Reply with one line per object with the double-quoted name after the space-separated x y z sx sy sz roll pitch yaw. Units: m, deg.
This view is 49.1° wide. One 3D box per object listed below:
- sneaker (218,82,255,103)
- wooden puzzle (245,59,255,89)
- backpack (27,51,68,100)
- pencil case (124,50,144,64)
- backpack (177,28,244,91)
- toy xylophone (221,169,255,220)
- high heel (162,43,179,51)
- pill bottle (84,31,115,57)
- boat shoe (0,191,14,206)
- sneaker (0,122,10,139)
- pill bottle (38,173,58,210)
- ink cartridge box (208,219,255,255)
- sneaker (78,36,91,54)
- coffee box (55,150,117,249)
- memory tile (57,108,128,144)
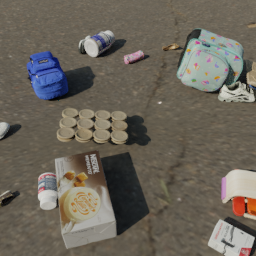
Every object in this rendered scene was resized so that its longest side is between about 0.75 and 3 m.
5.061 -1.620 12.360 1.954 0.865 0.724 -3 44 -5 "sneaker"
6.435 -2.094 12.763 2.314 0.578 2.499 21 39 2 "wooden puzzle"
-3.652 -2.304 12.502 1.614 1.667 1.986 -21 52 -10 "backpack"
0.304 -3.726 14.727 1.091 0.477 0.477 -25 50 -24 "pencil case"
3.742 -2.869 12.536 2.689 2.363 2.061 14 46 -1 "backpack"
4.258 2.211 8.614 2.730 0.686 1.999 16 47 15 "toy xylophone"
2.354 -4.440 15.518 0.893 0.319 0.636 9 37 32 "high heel"
-1.494 -4.655 15.291 0.990 0.990 1.653 26 50 24 "pill bottle"
-3.995 2.312 8.803 0.249 0.301 0.838 28 46 29 "boat shoe"
-5.426 0.131 10.557 1.820 0.907 0.681 -23 48 -23 "sneaker"
-2.522 2.001 8.869 0.625 0.625 1.045 -8 45 -8 "pill bottle"
2.874 3.172 7.836 1.025 0.429 0.740 24 50 22 "ink cartridge box"
-2.253 -4.630 15.568 0.640 0.597 1.615 20 48 13 "sneaker"
-1.331 2.061 8.517 1.475 1.028 2.579 -10 46 -10 "coffee box"
-1.233 -0.087 10.180 2.473 0.208 1.896 4 36 -7 "memory tile"
